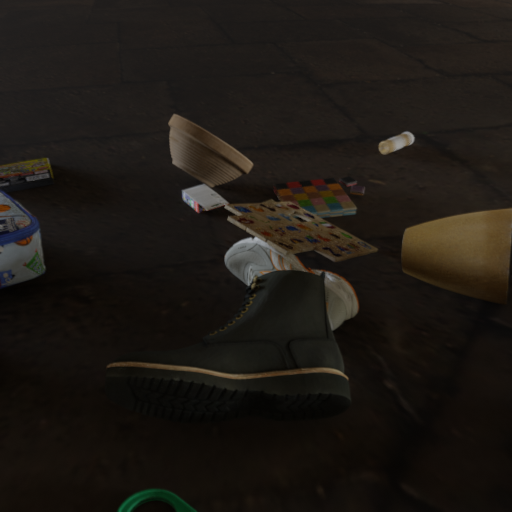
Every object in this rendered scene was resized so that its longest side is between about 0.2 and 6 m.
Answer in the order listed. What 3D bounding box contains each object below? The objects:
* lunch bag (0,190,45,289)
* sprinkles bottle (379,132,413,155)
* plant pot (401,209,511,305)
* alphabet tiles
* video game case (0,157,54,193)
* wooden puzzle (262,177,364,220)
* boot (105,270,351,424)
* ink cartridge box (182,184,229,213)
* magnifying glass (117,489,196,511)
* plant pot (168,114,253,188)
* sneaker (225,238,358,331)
[{"bbox_3d":[-4.634,-0.205,8.514,2.234,1.053,2.788,-18,29,-35],"label":"lunch bag"},{"bbox_3d":[3.231,-2.595,12.895,0.907,0.310,0.310,-26,42,-32],"label":"sprinkles bottle"},{"bbox_3d":[3.013,-0.031,8.434,1.504,1.402,1.402,4,33,25],"label":"plant pot"},{"bbox_3d":[0.671,-0.414,9.000,1.943,0.088,2.324,32,24,28],"label":"alphabet tiles"},{"bbox_3d":[-4.925,-1.678,11.707,1.240,0.158,1.121,-14,37,-18],"label":"video game case"},{"bbox_3d":[1.129,-1.111,10.881,2.168,0.152,1.286,-7,35,-10],"label":"wooden puzzle"},{"bbox_3d":[-0.332,0.951,6.762,2.721,1.054,1.882,7,51,-12],"label":"boot"},{"bbox_3d":[-0.971,-1.040,10.711,0.513,0.237,0.941,-21,41,-29],"label":"ink cartridge box"},{"bbox_3d":[-0.572,2.666,5.395,1.643,0.184,0.654,5,35,11],"label":"magnifying glass"},{"bbox_3d":[-1.048,-1.949,11.151,1.856,0.857,1.856,31,3,-2],"label":"plant pot"},{"bbox_3d":[0.285,0.466,8.040,2.237,0.847,1.029,24,45,32],"label":"sneaker"}]
